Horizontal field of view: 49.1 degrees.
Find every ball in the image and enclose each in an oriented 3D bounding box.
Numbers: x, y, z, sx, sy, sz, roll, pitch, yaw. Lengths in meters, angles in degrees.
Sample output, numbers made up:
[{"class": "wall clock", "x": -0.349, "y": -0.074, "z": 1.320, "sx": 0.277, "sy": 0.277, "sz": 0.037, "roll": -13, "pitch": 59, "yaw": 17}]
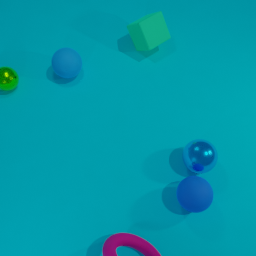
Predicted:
[{"class": "ball", "x": 1.691, "y": 1.673, "z": 7.100, "sx": 0.913, "sy": 0.913, "sz": 0.913, "roll": 0, "pitch": 63, "yaw": 0}, {"class": "ball", "x": -3.880, "y": -1.572, "z": 8.909, "sx": 0.776, "sy": 0.776, "sz": 0.776, "roll": 0, "pitch": 63, "yaw": 0}, {"class": "ball", "x": 1.951, "y": 0.766, "z": 7.610, "sx": 0.939, "sy": 0.939, "sz": 0.939, "roll": 0, "pitch": 63, "yaw": 0}, {"class": "ball", "x": -1.966, "y": -2.095, "z": 9.031, "sx": 0.972, "sy": 0.972, "sz": 0.972, "roll": 0, "pitch": 63, "yaw": 0}]

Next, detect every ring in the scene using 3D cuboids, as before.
[{"class": "ring", "x": 0.139, "y": 2.944, "z": 6.317, "sx": 1.512, "sy": 1.512, "sz": 0.302, "roll": 26, "pitch": 104, "yaw": 13}]

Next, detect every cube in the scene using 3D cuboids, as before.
[{"class": "cube", "x": 0.693, "y": -3.248, "z": 9.469, "sx": 0.938, "sy": 0.938, "sz": 0.938, "roll": -34, "pitch": 25, "yaw": -16}]
